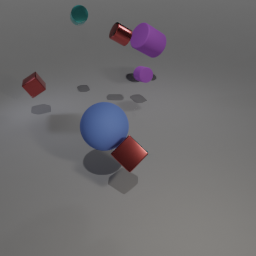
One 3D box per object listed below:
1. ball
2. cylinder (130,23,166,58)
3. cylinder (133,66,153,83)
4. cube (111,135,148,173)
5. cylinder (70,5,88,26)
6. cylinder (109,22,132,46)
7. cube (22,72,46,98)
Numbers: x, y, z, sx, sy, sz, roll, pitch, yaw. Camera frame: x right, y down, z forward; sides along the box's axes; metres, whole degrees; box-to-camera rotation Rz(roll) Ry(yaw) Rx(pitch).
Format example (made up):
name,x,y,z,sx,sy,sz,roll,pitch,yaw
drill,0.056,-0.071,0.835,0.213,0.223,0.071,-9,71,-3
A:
name,x,y,z,sx,sy,sz,roll,pitch,yaw
ball,-0.676,-0.045,8.055,1.400,1.400,1.400,0,31,0
cylinder,1.078,-4.642,14.886,1.400,1.400,1.400,15,16,-41
cylinder,0.699,-2.489,12.982,0.700,0.700,0.700,-12,21,-20
cube,0.029,0.693,7.479,0.700,0.700,0.700,44,85,3
cylinder,-2.054,-4.709,11.724,0.700,0.700,0.700,-9,13,-14
cylinder,-0.295,-3.761,11.248,0.700,0.700,0.700,21,20,-29
cube,-4.013,-1.846,11.980,0.700,0.700,0.700,-32,35,4
